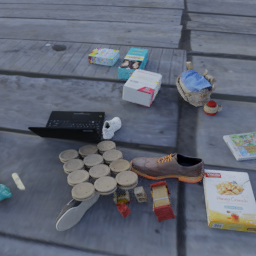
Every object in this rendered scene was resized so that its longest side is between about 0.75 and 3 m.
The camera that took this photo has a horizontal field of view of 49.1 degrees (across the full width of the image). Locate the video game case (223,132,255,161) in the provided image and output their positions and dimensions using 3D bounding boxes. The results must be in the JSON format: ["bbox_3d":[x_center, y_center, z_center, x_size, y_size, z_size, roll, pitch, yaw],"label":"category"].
[{"bbox_3d":[4.619,0.681,10.831,1.424,0.157,1.296,-6,41,-7],"label":"video game case"}]

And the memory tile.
[{"bbox_3d":[-1.070,1.347,9.586,2.172,0.238,2.834,-14,30,-17],"label":"memory tile"}]

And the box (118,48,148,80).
[{"bbox_3d":[0.330,-3.589,15.544,1.082,0.646,2.629,10,41,11],"label":"box"}]

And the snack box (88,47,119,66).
[{"bbox_3d":[-1.390,-4.180,16.360,1.503,0.508,1.267,12,41,12],"label":"snack box"}]

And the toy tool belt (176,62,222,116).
[{"bbox_3d":[3.274,-1.868,12.767,1.593,1.568,2.551,-16,43,-18],"label":"toy tool belt"}]

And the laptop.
[{"bbox_3d":[-2.253,-0.331,11.067,2.414,1.407,2.724,2,40,1],"label":"laptop"}]

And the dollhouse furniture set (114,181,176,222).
[{"bbox_3d":[0.475,2.352,8.583,1.753,0.713,0.943,-14,39,10],"label":"dollhouse furniture set"}]

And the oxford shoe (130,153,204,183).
[{"bbox_3d":[1.324,1.196,9.617,2.531,0.923,0.902,4,40,4],"label":"oxford shoe"}]

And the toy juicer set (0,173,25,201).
[{"bbox_3d":[-4.210,2.001,9.073,1.935,0.526,1.231,-12,24,-8],"label":"toy juicer set"}]

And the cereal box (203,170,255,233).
[{"bbox_3d":[3.189,2.210,8.807,1.463,0.402,2.033,4,40,5],"label":"cereal box"}]

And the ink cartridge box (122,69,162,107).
[{"bbox_3d":[0.715,-1.947,13.335,1.377,0.791,1.897,17,40,13],"label":"ink cartridge box"}]

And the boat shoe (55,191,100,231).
[{"bbox_3d":[-1.595,2.415,8.512,0.505,0.593,1.774,8,32,38],"label":"boat shoe"}]

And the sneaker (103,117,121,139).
[{"bbox_3d":[-0.645,-0.125,11.402,0.486,0.647,1.298,4,38,22],"label":"sneaker"}]
